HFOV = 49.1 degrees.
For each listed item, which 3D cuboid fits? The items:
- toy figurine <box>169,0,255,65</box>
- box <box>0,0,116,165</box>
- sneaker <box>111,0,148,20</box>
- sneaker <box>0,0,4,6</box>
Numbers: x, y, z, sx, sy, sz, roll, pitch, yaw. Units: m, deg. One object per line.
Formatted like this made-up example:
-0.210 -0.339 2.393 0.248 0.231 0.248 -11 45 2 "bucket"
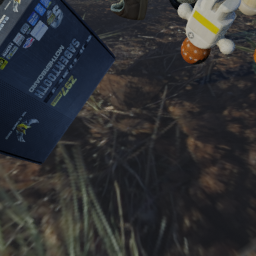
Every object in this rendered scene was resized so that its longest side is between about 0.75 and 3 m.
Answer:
2.202 -2.492 5.712 2.638 1.835 2.597 0 68 -8 "toy figurine"
-0.916 -0.446 2.749 0.384 1.186 1.504 35 89 32 "box"
0.082 -4.208 7.548 1.113 2.947 1.038 4 56 -2 "sneaker"
-2.494 -2.014 5.308 1.062 2.733 1.912 15 43 -27 "sneaker"
